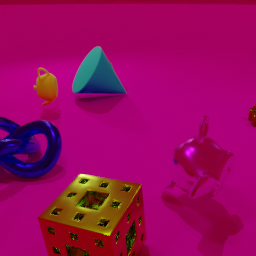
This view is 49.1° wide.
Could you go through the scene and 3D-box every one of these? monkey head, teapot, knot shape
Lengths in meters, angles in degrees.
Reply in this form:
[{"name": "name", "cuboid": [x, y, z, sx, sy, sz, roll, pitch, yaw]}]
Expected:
[{"name": "monkey head", "cuboid": [1.040, 0.632, 4.404, 0.953, 1.582, 1.138, 36, 22, 27]}, {"name": "teapot", "cuboid": [-2.424, -1.147, 8.234, 0.648, 1.323, 0.823, -3, 36, -5]}, {"name": "knot shape", "cuboid": [-2.396, 0.408, 5.532, 1.878, 0.868, 1.757, 20, 32, 35]}]

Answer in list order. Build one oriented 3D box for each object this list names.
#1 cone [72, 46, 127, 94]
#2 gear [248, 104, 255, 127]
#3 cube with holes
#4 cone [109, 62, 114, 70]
[{"name": "cone", "cuboid": [-0.695, -1.535, 9.368, 1.683, 1.677, 1.677, 27, 13, -29]}, {"name": "gear", "cuboid": [4.169, -0.246, 7.525, 1.687, 0.312, 1.687, 0, 26, 0]}, {"name": "cube with holes", "cuboid": [-0.383, 1.287, 3.568, 0.931, 0.931, 0.931, 5, 26, 23]}, {"name": "cone", "cuboid": [-0.627, -1.735, 10.376, 1.033, 1.029, 1.029, 42, 42, 17]}]
